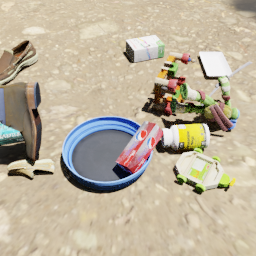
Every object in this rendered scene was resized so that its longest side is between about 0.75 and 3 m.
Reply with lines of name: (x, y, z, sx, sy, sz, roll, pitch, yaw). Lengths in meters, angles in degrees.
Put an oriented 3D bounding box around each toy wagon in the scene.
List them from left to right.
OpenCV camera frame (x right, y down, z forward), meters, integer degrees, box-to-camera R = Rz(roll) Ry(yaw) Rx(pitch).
toy wagon: (2.160, 1.254, 7.843, 1.622, 0.321, 1.258, 25, 49, 23)

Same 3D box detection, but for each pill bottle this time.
pill bottle: (1.724, 0.280, 8.544, 1.356, 0.762, 0.762, -3, 43, -2)

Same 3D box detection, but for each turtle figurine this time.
turtle figurine: (2.580, -1.080, 9.215, 2.214, 2.284, 1.643, 6, 0, -19)

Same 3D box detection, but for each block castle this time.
block castle: (1.678, -1.619, 10.063, 1.014, 1.445, 2.162, 16, 47, 15)

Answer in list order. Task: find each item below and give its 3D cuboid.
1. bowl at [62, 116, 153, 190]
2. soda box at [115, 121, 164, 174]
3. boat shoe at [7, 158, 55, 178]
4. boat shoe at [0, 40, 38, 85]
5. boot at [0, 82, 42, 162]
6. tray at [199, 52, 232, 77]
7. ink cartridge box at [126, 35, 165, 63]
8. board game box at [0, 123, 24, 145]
bowl: (-0.590, 0.681, 8.302, 2.629, 0.516, 2.629, 0, 44, 0)
soda box: (0.349, 0.545, 7.931, 0.534, 0.484, 1.526, 16, 64, 48)
boat shoe: (-2.719, 1.174, 7.863, 1.293, 0.463, 0.492, -7, 56, -8)
boat shoe: (-4.945, -2.768, 11.544, 1.056, 1.058, 2.860, 17, 46, 17)
boot: (-2.895, -0.157, 7.460, 1.068, 2.204, 0.823, 2, 16, -6)
tray: (3.748, -2.724, 12.116, 1.069, 0.221, 1.991, 1, 43, 0)
ink cartridge box: (0.759, -3.623, 12.758, 1.509, 0.633, 1.092, -14, 45, -15)
board game box: (-3.856, 0.066, 9.160, 1.622, 0.228, 1.097, -10, 44, -11)
